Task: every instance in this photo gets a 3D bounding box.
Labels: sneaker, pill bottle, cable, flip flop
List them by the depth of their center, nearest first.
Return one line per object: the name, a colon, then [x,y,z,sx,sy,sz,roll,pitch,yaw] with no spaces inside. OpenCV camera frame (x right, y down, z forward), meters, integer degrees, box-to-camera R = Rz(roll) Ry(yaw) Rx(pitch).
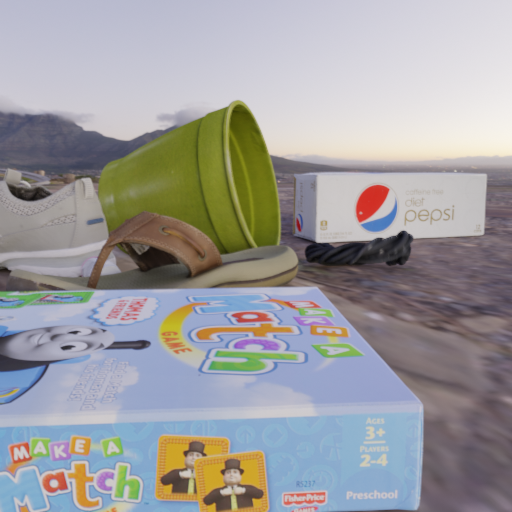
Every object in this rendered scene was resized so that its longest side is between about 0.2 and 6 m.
flip flop: [-0.849,0.011,5.761,3.413,0.982,1.384,-9,13,-44]
pill bottle: [-1.805,0.211,6.555,0.344,0.344,0.607,-6,11,-32]
cable: [1.315,-0.086,7.298,1.398,0.435,1.713,0,-1,12]
sneaker: [-3.392,-0.498,7.669,3.365,1.380,1.258,3,9,18]

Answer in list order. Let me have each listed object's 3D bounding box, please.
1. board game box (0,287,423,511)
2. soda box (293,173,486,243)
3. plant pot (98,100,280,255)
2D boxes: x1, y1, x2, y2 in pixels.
board game box: [-0.895,0.652,3.170,2.949,0.540,2.230,0,9,-5]
soda box: [2.673,-1.025,11.257,3.797,1.293,1.209,-3,10,-19]
plant pot: [-1.054,-0.913,8.561,2.278,2.366,2.366,-10,6,16]
